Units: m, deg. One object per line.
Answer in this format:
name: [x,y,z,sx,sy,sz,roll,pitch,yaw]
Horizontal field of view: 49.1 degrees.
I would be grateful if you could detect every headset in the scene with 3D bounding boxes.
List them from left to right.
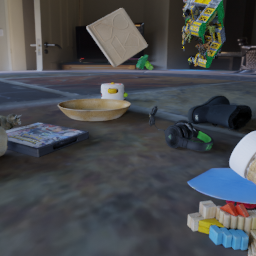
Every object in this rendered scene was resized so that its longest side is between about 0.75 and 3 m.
headset: [1.387,0.034,7.463,1.822,0.856,1.125,20,21,24]

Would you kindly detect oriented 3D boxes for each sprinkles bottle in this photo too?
sprinkles bottle: [2.345,0.832,3.597,0.703,0.703,2.059,-11,37,-36]

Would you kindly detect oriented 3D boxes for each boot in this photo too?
boot: [3.398,-0.531,9.574,2.187,0.835,1.838,-19,20,-35]

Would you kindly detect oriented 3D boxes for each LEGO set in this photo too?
LEGO set: [2.165,-3.074,8.900,1.274,1.691,2.199,28,-5,34]

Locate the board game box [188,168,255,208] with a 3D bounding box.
board game box: [1.832,1.057,4.670,1.349,0.332,1.707,6,10,38]

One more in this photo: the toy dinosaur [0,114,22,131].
toy dinosaur: [-3.810,-0.133,8.498,1.290,0.660,0.497,1,15,-2]

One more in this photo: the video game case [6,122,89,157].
video game case: [-2.474,0.252,7.795,2.059,0.263,1.861,9,17,31]

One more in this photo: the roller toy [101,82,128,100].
roller toy: [-0.812,-1.924,14.761,1.243,0.952,1.363,12,19,38]

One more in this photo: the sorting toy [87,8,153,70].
sorting toy: [-0.155,-3.169,10.959,1.977,2.675,0.394,-38,6,-26]

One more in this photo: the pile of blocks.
pile of blocks: [1.508,1.251,3.568,1.508,0.469,0.619,5,15,21]

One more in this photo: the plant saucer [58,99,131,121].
plant saucer: [-1.298,-0.719,11.027,2.831,0.501,2.831,0,15,0]

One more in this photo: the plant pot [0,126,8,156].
plant pot: [-3.331,0.322,6.276,1.098,1.098,1.005,10,6,33]
